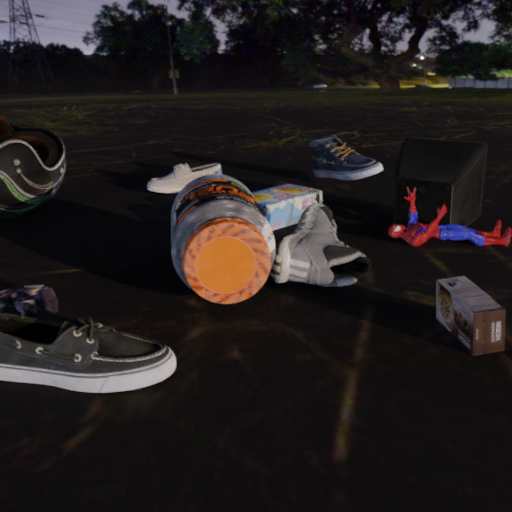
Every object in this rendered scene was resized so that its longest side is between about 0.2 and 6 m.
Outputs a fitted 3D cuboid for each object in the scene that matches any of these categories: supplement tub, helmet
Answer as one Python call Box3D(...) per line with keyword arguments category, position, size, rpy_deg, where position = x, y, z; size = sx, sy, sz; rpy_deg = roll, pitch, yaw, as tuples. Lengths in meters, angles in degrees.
Box3D(category="supplement tub", position=(-0.575, -0.312, 8.945), size=(1.572, 1.572, 2.566), rpy_deg=(-3, 21, -8))
Box3D(category="helmet", position=(-5.530, -2.001, 12.507), size=(2.380, 2.380, 2.269), rpy_deg=(10, -13, 24))

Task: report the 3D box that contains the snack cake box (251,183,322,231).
Box3D(category="snack cake box", position=(0.508, -1.107, 12.529), size=(1.052, 0.614, 1.829), rpy_deg=(18, 27, 42))

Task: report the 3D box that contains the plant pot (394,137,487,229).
Box3D(category="plant pot", position=(3.761, -1.368, 11.946), size=(1.753, 1.757, 1.559), rpy_deg=(12, 37, 30))

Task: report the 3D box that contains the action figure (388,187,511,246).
Box3D(category="action figure", position=(3.733, -0.742, 10.933), size=(2.281, 1.129, 0.744), rpy_deg=(-3, 20, 0))

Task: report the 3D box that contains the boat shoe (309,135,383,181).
Box3D(category="boat shoe", position=(2.431, -2.804, 15.830), size=(0.872, 1.119, 2.465), rpy_deg=(-30, 24, -32))

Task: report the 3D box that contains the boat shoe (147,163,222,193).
Box3D(category="boat shoe", position=(-1.914, -2.152, 15.218), size=(2.145, 0.735, 0.772), rpy_deg=(-7, 21, -19))

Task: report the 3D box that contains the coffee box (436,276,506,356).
Box3D(category="coffee box", position=(2.793, 0.764, 7.367), size=(0.430, 0.609, 1.078), rpy_deg=(-9, 22, -5))

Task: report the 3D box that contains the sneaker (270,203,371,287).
Box3D(category="sneaker", position=(1.296, -0.082, 9.569), size=(1.447, 0.940, 2.506), rpy_deg=(15, 31, 17))

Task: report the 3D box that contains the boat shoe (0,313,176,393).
Box3D(category="boat shoe", position=(-2.136, 1.063, 6.480), size=(2.397, 0.678, 0.823), rpy_deg=(2, 20, 5))

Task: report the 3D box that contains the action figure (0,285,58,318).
Box3D(category="action figure", position=(-3.254, 0.668, 7.919), size=(0.853, 0.455, 1.312), rpy_deg=(-24, 17, -33))
